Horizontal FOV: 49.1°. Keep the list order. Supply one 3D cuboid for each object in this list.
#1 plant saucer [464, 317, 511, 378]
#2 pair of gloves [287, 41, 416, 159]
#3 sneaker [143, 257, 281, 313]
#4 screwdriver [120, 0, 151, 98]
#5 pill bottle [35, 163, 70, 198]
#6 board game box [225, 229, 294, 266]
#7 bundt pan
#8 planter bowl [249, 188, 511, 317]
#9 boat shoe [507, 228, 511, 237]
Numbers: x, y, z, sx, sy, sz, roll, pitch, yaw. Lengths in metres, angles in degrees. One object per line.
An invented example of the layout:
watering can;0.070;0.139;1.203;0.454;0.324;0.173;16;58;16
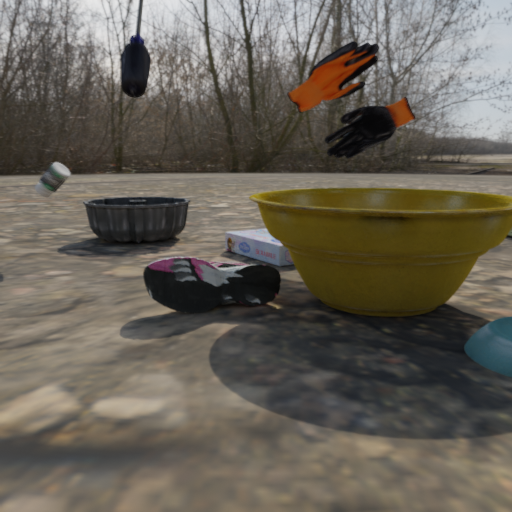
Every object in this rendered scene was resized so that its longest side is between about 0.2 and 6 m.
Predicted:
plant saucer;2.702;0.815;5.128;1.479;0.266;1.479;0;11;0
pair of gloves;1.986;-3.163;11.616;2.002;2.247;0.278;-29;30;21
sneaker;-0.585;0.356;6.932;1.666;0.669;0.719;8;0;-21
screwdriver;-1.749;-3.347;8.341;0.412;0.430;2.953;1;49;-9
pill bottle;-3.615;-1.336;9.919;0.602;0.340;0.340;-42;-3;19
board game box;0.654;-0.226;10.377;1.826;0.377;1.830;-7;12;-32
bundt pan;-2.551;-0.788;12.144;2.269;0.851;2.269;-1;11;0
planter bowl;1.539;-0.078;6.944;3.254;1.355;3.254;-1;11;0
boat shoe;6.237;-0.696;11.922;0.856;0.738;2.346;-7;12;-31
